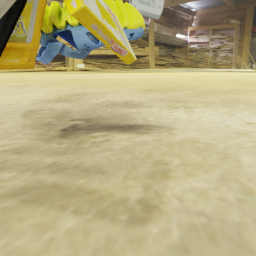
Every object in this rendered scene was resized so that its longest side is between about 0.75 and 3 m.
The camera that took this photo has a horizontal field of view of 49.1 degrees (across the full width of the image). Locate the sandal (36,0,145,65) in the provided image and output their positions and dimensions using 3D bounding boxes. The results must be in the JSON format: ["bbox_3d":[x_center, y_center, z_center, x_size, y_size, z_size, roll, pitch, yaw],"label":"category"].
[{"bbox_3d":[-1.096,-2.129,6.295,2.955,1.286,1.174,0,48,4],"label":"sandal"}]

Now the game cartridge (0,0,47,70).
[{"bbox_3d":[-2.187,-1.889,4.802,0.305,1.879,1.657,35,30,26],"label":"game cartridge"}]

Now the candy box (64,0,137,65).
[{"bbox_3d":[-0.337,-1.294,3.237,0.196,0.758,1.482,-29,-15,15],"label":"candy box"}]

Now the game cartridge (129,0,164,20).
[{"bbox_3d":[0.585,-4.164,8.830,1.101,1.652,0.334,7,-24,-14],"label":"game cartridge"}]

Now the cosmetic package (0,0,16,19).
[{"bbox_3d":[-1.494,-1.423,2.469,1.743,0.886,0.645,-29,14,31],"label":"cosmetic package"}]

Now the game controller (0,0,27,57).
[{"bbox_3d":[-2.040,-1.321,3.679,1.030,1.974,0.416,45,23,15],"label":"game controller"}]
